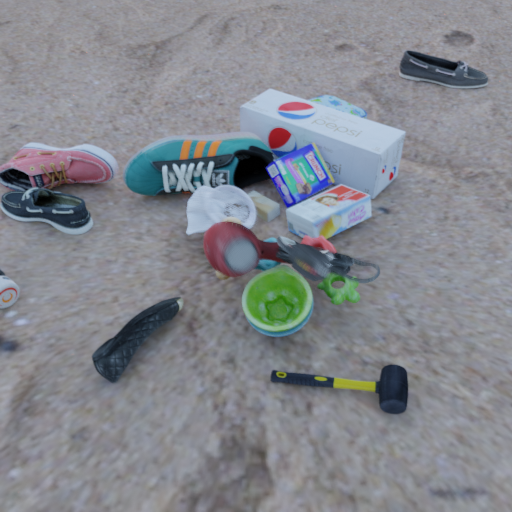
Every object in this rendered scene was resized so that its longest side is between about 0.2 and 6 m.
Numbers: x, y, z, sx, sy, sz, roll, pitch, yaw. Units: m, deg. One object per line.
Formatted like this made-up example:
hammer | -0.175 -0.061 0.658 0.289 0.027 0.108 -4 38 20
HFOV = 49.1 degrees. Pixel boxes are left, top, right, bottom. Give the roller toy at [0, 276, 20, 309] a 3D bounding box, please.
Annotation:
roller toy | -4.600 0.653 10.128 0.398 0.570 0.520 32 41 29

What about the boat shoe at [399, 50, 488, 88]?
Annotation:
boat shoe | 5.825 -5.798 17.366 2.737 0.780 0.915 13 42 14

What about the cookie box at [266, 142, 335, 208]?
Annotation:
cookie box | 1.005 -1.823 12.589 1.237 0.465 1.058 -30 93 -30

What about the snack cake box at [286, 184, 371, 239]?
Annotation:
snack cake box | 1.526 -0.901 11.743 1.580 0.531 0.909 -26 33 -25

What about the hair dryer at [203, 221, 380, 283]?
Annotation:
hair dryer | 0.246 0.055 9.489 3.199 0.869 2.436 19 4 32

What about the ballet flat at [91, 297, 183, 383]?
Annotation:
ballet flat | -1.934 1.336 9.470 0.669 0.572 2.012 -16 20 47

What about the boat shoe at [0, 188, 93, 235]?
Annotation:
boat shoe | -4.551 -1.128 12.044 2.293 0.692 0.867 12 42 14

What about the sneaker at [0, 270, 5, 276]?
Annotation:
sneaker | -5.719 0.173 10.495 1.981 0.785 0.747 3 43 5

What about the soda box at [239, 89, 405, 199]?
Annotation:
soda box | 1.489 -2.793 13.551 3.889 1.238 1.324 26 47 27

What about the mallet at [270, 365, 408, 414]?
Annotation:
mallet | 1.281 2.062 8.665 2.133 0.439 0.702 -1 45 6

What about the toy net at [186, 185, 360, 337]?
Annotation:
toy net | 0.042 -0.321 10.416 2.126 0.783 4.053 -33 58 -9

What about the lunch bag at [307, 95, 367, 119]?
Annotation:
lunch bag | 1.958 -3.636 14.935 1.364 0.700 1.697 -30 49 -31

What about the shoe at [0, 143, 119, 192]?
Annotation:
shoe | -4.553 -1.890 12.795 2.692 0.962 1.224 10 43 19

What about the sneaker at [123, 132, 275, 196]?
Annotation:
sneaker | -1.164 -1.960 12.578 3.492 1.246 1.395 -16 39 -20

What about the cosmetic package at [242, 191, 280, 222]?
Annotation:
cosmetic package | 0.102 -1.089 12.307 0.785 0.279 0.413 30 53 30
